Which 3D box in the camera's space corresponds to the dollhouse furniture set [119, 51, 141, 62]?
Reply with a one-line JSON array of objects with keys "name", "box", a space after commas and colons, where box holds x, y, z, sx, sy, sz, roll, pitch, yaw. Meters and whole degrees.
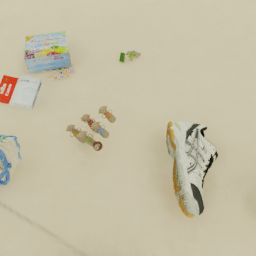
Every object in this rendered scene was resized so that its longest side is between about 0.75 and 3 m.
[{"name": "dollhouse furniture set", "box": [0.072, -2.741, 10.770, 0.431, 0.333, 0.862, 30, 34, 34]}]

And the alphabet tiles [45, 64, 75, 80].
[{"name": "alphabet tiles", "box": [-2.460, -2.073, 10.173, 1.033, 0.075, 1.011, -13, 48, -12]}]

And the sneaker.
[{"name": "sneaker", "box": [1.664, 0.819, 6.806, 1.198, 1.034, 2.734, 0, 48, 0]}]

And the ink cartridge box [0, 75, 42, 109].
[{"name": "ink cartridge box", "box": [-3.475, -1.196, 8.810, 1.246, 0.295, 0.997, 12, 68, -5]}]

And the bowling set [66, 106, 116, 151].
[{"name": "bowling set", "box": [-0.907, 0.071, 7.302, 1.341, 0.720, 0.933, -37, 37, 10]}]

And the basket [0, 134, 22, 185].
[{"name": "basket", "box": [-3.529, 0.846, 6.627, 1.559, 1.230, 1.769, 10, 38, 8]}]

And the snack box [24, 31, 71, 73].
[{"name": "snack box", "box": [-3.021, -2.906, 10.525, 1.565, 0.628, 1.856, -12, 43, -9]}]
